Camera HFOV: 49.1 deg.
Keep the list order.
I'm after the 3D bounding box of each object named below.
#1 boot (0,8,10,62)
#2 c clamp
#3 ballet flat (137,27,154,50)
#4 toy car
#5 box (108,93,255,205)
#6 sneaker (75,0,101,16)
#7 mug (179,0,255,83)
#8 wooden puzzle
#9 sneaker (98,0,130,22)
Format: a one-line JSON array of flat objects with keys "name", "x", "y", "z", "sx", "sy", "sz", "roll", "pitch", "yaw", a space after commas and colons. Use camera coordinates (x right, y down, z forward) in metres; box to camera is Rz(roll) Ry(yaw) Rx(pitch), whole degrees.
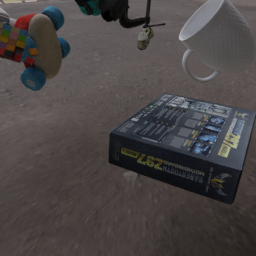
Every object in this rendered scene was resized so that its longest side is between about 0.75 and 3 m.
[{"name": "boot", "x": -3.149, "y": -1.649, "z": 5.919, "sx": 1.268, "sy": 1.021, "sz": 2.808, "roll": 46, "pitch": 34, "yaw": -12}, {"name": "c clamp", "x": 0.528, "y": -4.630, "z": 10.523, "sx": 1.962, "sy": 2.297, "sz": 0.311, "roll": -19, "pitch": 59, "yaw": -9}, {"name": "ballet flat", "x": 0.497, "y": -2.711, "z": 8.307, "sx": 0.380, "sy": 0.422, "sz": 1.120, "roll": 2, "pitch": 38, "yaw": 23}, {"name": "toy car", "x": -3.188, "y": -2.468, "z": 8.288, "sx": 2.188, "sy": 1.935, "sz": 2.017, "roll": 12, "pitch": 50, "yaw": 13}, {"name": "box", "x": 1.172, "y": 0.133, "z": 5.283, "sx": 2.088, "sy": 0.675, "sz": 2.648, "roll": 14, "pitch": 28, "yaw": 23}, {"name": "sneaker", "x": -1.292, "y": -4.740, "z": 9.681, "sx": 1.199, "sy": 1.731, "sz": 2.867, "roll": -50, "pitch": 37, "yaw": -2}, {"name": "mug", "x": 2.395, "y": -2.193, "z": 7.713, "sx": 1.806, "sy": 2.060, "sz": 1.521, "roll": 37, "pitch": 10, "yaw": -19}, {"name": "wooden puzzle", "x": -2.372, "y": -1.677, "z": 5.370, "sx": 1.310, "sy": 0.092, "sz": 0.777, "roll": 13, "pitch": 60, "yaw": -21}, {"name": "sneaker", "x": -0.653, "y": -3.903, "z": 9.221, "sx": 0.783, "sy": 0.655, "sz": 1.726, "roll": -53, "pitch": 33, "yaw": 2}]
